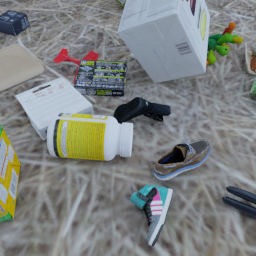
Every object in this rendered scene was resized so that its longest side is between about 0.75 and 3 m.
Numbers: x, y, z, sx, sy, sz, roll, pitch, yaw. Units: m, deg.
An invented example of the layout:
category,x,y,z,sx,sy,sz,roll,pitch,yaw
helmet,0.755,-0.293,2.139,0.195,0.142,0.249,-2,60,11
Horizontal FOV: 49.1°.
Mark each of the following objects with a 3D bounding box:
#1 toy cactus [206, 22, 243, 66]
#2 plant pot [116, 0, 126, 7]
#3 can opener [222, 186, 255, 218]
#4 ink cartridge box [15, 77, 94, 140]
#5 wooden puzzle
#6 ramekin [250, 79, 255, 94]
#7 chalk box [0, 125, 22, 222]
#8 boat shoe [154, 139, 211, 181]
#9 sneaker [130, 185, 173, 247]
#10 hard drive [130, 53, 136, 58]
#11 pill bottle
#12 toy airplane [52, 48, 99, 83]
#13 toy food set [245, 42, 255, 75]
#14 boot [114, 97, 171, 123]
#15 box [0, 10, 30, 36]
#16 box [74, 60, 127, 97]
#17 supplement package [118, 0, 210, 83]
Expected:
category,x,y,z,sx,sy,sz,roll,pitch,yaw
toy cactus,3.122,-3.559,11.387,2.805,1.434,2.315,-29,43,-14
plant pot,0.216,-7.198,14.466,1.829,1.829,1.955,27,65,23
can opener,3.344,1.978,6.668,2.144,0.843,0.680,14,88,16
ink cartridge box,-2.445,-0.730,9.226,1.806,0.533,2.257,-28,46,-23
wooden puzzle,-4.548,-2.335,10.766,1.933,0.389,2.089,-33,60,-27
ramekin,4.917,-1.797,9.369,0.842,1.724,1.724,27,52,14
chalk box,-4.224,1.189,6.527,2.802,1.735,1.743,-6,47,-6
boat shoe,1.481,0.741,7.366,1.780,0.644,0.643,-30,49,-18
sneaker,0.454,1.919,6.583,0.924,0.640,1.530,19,42,10
hard drive,0.554,-2.971,11.495,0.787,0.103,0.519,24,52,22
pill bottle,-0.988,0.257,7.742,2.198,1.236,1.236,4,47,4
toy airplane,-1.902,-2.541,10.802,2.119,0.390,2.119,5,50,-6
toy food set,5.661,-2.681,10.829,2.236,0.675,1.604,10,48,9
boot,0.439,-0.427,8.741,1.284,1.528,0.584,14,64,-33
box,-5.315,-4.839,12.862,1.041,0.622,1.059,18,50,16
box,-0.946,-1.815,10.093,1.765,0.391,1.414,3,55,2
supplement package,1.382,-3.531,9.467,2.029,2.638,2.758,-6,59,31
